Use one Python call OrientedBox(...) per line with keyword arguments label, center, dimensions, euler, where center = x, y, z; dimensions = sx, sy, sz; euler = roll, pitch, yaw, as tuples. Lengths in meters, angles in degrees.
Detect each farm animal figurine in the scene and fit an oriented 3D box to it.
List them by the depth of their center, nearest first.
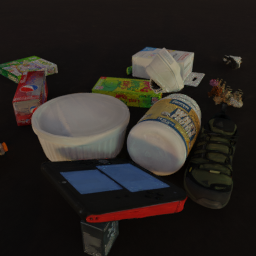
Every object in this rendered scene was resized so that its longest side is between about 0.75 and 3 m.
OrientedBox(label="farm animal figurine", center=(3.464, -1.167, 10.100), dimensions=(1.380, 0.727, 1.395), euler=(25, 31, 16))

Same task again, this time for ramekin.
OrientedBox(label="ramekin", center=(-1.217, 0.076, 7.534), dimensions=(2.507, 1.168, 2.507), euler=(1, 32, 0))

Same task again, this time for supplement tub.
OrientedBox(label="supplement tub", center=(1.014, 0.081, 7.186), dimensions=(1.462, 1.462, 2.021), euler=(14, 36, 22))

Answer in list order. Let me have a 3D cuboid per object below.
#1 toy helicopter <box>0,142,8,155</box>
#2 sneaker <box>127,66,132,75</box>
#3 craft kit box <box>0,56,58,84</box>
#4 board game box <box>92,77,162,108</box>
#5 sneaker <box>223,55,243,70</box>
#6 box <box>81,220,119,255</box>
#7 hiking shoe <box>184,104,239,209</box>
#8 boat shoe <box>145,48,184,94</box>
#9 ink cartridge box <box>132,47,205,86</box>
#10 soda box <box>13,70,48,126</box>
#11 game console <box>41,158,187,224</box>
OrientedBox(label="toy helicopter", center=(-3.697, 0.531, 7.354), dimensions=(1.124, 0.671, 1.700), euler=(-14, 24, -14))
OrientedBox(label="sneaker", center=(0.190, -2.663, 12.841), dimensions=(0.344, 0.305, 0.824), euler=(11, 33, 24))
OrientedBox(label="craft kit box", center=(-4.588, -2.697, 12.795), dimensions=(1.969, 0.478, 1.944), euler=(26, 38, 35))
OrientedBox(label="board game box", center=(0.022, -1.338, 10.400), dimensions=(2.442, 0.581, 1.240), euler=(5, 32, 9))
OrientedBox(label="sneaker", center=(5.261, -3.239, 13.554), dimensions=(0.821, 0.539, 1.427), euler=(-5, 30, -5))
OrientedBox(label="box", center=(-0.489, 1.809, 5.043), dimensions=(0.439, 0.820, 0.608), euler=(13, 34, 20))
OrientedBox(label="hiking shoe", center=(1.962, 0.520, 6.527), dimensions=(1.096, 1.457, 2.894), euler=(8, 32, 13))
OrientedBox(label="boat shoe", center=(0.960, -1.329, 7.605), dimensions=(0.842, 0.884, 2.457), euler=(-37, -6, 7))
OrientedBox(label="ink cartridge box", center=(1.833, -2.754, 12.334), dimensions=(2.911, 0.988, 1.676), euler=(14, 34, 21))
OrientedBox(label="soda box", center=(-3.316, -1.117, 9.719), dimensions=(0.830, 0.916, 2.617), euler=(-5, 32, -9))
OrientedBox(label="game console", center=(-0.329, 1.076, 5.556), dimensions=(2.198, 0.386, 2.486), euler=(6, 8, -34))
